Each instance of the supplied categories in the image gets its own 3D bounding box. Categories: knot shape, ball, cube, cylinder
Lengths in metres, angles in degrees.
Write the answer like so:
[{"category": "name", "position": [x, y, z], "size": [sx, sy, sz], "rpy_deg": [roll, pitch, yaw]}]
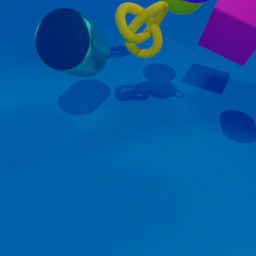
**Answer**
[{"category": "knot shape", "position": [0.413, -2.365, 6.403], "size": [1.281, 1.369, 0.633], "rpy_deg": [-42, 44, 2]}, {"category": "ball", "position": [1.327, -3.360, 6.716], "size": [1.206, 1.206, 1.206], "rpy_deg": [0, 41, 0]}, {"category": "cube", "position": [2.913, -2.791, 7.347], "size": [1.390, 1.390, 1.390], "rpy_deg": [29, 69, 8]}, {"category": "cylinder", "position": [-1.270, -1.964, 6.721], "size": [1.375, 1.375, 1.375], "rpy_deg": [10, 8, 11]}]

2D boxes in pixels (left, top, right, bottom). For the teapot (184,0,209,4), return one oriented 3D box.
[{"category": "teapot", "position": [1.232, -2.937, 5.195], "size": [1.818, 1.130, 0.890], "rpy_deg": [21, 30, 10]}]
